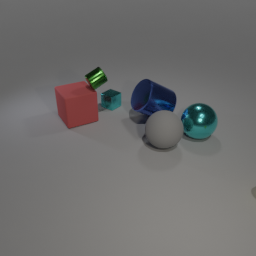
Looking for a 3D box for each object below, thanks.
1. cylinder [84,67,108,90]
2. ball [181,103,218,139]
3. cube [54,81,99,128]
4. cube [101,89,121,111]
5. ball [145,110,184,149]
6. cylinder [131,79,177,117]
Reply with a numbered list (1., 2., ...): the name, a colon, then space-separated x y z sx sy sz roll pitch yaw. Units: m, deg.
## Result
1. cylinder: -1.298 -2.020 11.413 0.700 0.700 0.700 -35 40 -8
2. ball: 2.745 -0.268 10.840 1.400 1.400 1.400 0 32 0
3. cube: -2.205 -1.037 12.049 1.400 1.400 1.400 -16 35 -25
4. cube: -0.789 -1.339 13.216 0.700 0.700 0.700 23 38 32
5. ball: 1.322 0.052 10.263 1.400 1.400 1.400 0 32 0
6. cylinder: 1.064 -1.168 11.739 1.400 1.400 1.400 18 21 -32
